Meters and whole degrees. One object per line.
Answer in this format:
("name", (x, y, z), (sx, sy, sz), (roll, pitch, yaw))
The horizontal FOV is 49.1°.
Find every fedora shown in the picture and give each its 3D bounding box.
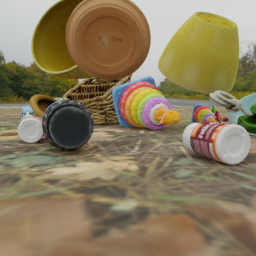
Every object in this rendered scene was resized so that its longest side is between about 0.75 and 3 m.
("fedora", (-2.831, -0.509, 9.900), (1.583, 0.645, 1.583), (32, 24, -16))

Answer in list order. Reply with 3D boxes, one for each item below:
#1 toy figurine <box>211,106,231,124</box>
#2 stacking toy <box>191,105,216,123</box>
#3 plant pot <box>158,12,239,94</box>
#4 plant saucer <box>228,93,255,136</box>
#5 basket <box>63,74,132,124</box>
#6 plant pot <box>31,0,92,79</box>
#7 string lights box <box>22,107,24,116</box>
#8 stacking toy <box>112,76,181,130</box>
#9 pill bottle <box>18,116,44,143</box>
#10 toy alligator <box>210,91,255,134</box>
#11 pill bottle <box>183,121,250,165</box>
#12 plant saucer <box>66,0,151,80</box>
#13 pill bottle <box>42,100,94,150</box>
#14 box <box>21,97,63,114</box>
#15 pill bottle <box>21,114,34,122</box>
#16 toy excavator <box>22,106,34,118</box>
("toy figurine", (3.736, -0.382, 11.165), (0.900, 0.734, 0.977), (14, -19, 3))
("stacking toy", (2.941, -0.368, 10.351), (0.729, 0.771, 1.328), (4, 16, -11))
("plant pot", (2.386, -2.469, 8.665), (2.540, 1.803, 2.540), (10, 37, -8))
("plant saucer", (3.712, -0.529, 7.561), (1.929, 0.371, 1.929), (-13, 36, 9))
("basket", (-1.420, -1.260, 11.573), (2.829, 2.108, 2.019), (6, 8, 44))
("plant pot", (-1.749, -2.997, 10.469), (2.929, 2.929, 2.079), (3, -12, 26))
("string lights box", (-4.446, -0.820, 14.831), (2.043, 0.602, 1.050), (-1, 5, -13))
("stacking toy", (0.782, -0.553, 8.740), (1.674, 1.583, 2.885), (-21, 23, -16))
("pill bottle", (-2.102, 0.017, 6.308), (0.537, 0.537, 0.941), (-1, 6, -8))
("toy alligator", (2.313, 0.025, 4.264), (2.674, 0.642, 0.886), (13, 25, -13))
("pill bottle", (1.294, 0.191, 4.272), (0.566, 0.566, 0.991), (-2, 5, -20))
("plant saucer", (-0.411, -1.836, 5.905), (1.803, 1.803, 0.291), (0, 34, 0))
("pill bottle", (-1.147, -0.079, 5.300), (0.915, 0.915, 1.637), (-2, 5, -16))
("box", (-3.647, -0.908, 13.183), (2.559, 0.444, 1.408), (3, 39, 34))
("pill bottle", (-3.437, -0.270, 9.957), (0.432, 0.432, 0.788), (1, 6, 8))
("toy excavator", (-4.204, -0.548, 11.768), (0.552, 1.075, 1.106), (-1, -23, -14))
